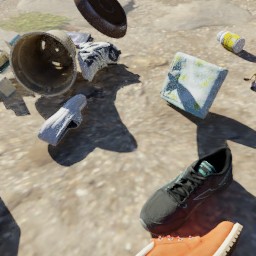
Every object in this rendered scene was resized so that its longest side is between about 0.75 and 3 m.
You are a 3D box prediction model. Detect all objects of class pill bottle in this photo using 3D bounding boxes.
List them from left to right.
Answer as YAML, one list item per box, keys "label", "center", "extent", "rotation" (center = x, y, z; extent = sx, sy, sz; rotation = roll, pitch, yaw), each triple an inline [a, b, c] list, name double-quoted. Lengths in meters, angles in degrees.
- label: "pill bottle"
  center: [4.631, -3.950, 12.692]
  extent: [0.680, 0.680, 1.213]
  rotation: [-22, 46, -22]

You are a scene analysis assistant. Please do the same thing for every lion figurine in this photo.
- label: "lion figurine"
  center: [5.537, -1.998, 10.474]
  extent: [2.299, 0.833, 1.408]
  rotation: [11, 41, 15]

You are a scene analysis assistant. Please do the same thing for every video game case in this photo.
- label: "video game case"
  center: [-2.757, -4.251, 13.408]
  extent: [1.734, 0.164, 1.238]
  rotation: [7, 43, 6]

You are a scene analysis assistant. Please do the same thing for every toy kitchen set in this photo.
- label: "toy kitchen set"
  center: [-4.311, -2.270, 10.749]
  extent: [1.771, 1.302, 2.211]
  rotation: [29, 70, 27]

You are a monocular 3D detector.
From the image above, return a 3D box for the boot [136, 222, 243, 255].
- label: "boot"
  center: [1.161, 2.469, 5.573]
  extent: [2.543, 0.954, 1.364]
  rotation: [-28, 44, -26]

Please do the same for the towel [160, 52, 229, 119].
- label: "towel"
  center: [2.062, -1.443, 9.211]
  extent: [0.475, 1.688, 1.972]
  rotation: [2, 26, -48]

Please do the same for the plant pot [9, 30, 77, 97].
- label: "plant pot"
  center: [-2.837, -2.643, 10.382]
  extent: [2.291, 2.291, 2.097]
  rotation: [2, 31, 2]

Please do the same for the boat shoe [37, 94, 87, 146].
- label: "boat shoe"
  center: [-1.831, -0.264, 8.694]
  extent: [0.740, 0.777, 2.159]
  rotation: [34, 43, 5]

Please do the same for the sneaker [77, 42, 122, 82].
- label: "sneaker"
  center: [-1.057, -2.750, 11.112]
  extent: [1.656, 1.016, 2.545]
  rotation: [-10, 33, 1]

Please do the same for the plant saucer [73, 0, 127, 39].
- label: "plant saucer"
  center: [-0.791, -3.926, 9.163]
  extent: [2.190, 0.351, 2.190]
  rotation: [26, 47, -31]

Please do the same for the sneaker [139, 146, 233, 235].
- label: "sneaker"
  center: [1.419, 1.350, 6.611]
  extent: [2.868, 1.137, 1.081]
  rotation: [-29, 52, -26]
